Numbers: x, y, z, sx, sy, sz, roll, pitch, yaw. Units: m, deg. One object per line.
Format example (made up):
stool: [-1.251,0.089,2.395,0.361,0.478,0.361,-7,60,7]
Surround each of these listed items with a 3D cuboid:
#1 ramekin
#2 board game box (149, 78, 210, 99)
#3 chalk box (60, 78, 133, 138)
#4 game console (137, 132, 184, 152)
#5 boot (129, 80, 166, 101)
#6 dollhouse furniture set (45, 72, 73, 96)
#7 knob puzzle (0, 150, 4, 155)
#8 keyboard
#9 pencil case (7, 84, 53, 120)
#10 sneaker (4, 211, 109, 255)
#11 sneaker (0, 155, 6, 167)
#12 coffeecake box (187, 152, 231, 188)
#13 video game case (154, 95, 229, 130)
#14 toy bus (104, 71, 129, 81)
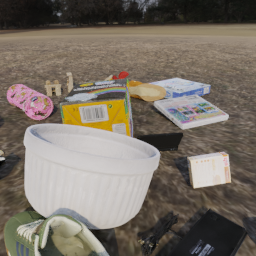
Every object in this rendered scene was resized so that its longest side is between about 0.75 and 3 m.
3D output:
ramekin: [-0.725,0.818,5.261,2.469,1.296,2.469,11,7,-1]
board game box: [2.375,-1.875,13.396,2.171,0.471,2.161,-16,28,-34]
chalk box: [-0.743,-0.415,8.284,1.712,1.700,2.743,-4,22,4]
game console: [0.785,0.279,7.962,1.278,0.744,1.124,-3,23,-8]
boot: [0.623,-1.826,12.856,2.310,0.813,1.654,0,23,11]
dollhouse furniture set: [-3.358,-2.161,13.557,1.323,0.879,1.160,-6,24,-15]
knob puzzle: [-4.217,0.698,7.703,1.244,0.172,1.244,0,23,0]
keyboard: [1.023,1.968,4.666,1.307,0.212,2.057,25,32,34]
pencil case: [-3.851,-1.047,10.843,2.369,0.981,1.025,25,-5,46]
sneaker: [-1.002,1.663,3.987,0.951,1.273,2.836,-19,30,-38]
sneaker: [-3.108,1.038,6.012,0.514,0.474,1.286,22,53,-5]
coffeecake box: [1.774,0.913,6.136,0.827,0.635,0.302,-9,8,0]
video game case: [2.324,-0.656,10.469,2.083,0.247,1.896,-11,35,-25]
toy bus: [-0.670,-1.107,10.682,2.246,1.161,2.120,-46,17,-23]
